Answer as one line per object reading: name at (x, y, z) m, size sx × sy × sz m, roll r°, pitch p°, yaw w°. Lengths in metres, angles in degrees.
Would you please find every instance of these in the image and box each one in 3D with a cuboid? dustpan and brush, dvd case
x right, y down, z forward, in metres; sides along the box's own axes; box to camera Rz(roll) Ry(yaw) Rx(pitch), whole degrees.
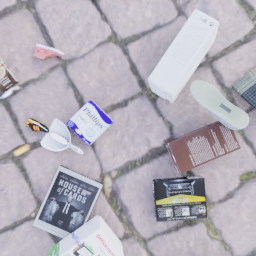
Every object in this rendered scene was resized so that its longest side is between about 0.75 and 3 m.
dustpan and brush at (-2.363, 0.510, 10.460) m, size 1.683 × 0.482 × 1.174 m, roll 30°, pitch 89°, yaw 1°
dvd case at (-2.227, 2.862, 10.511) m, size 1.833 × 0.302 × 2.439 m, roll 24°, pitch 90°, yaw 0°

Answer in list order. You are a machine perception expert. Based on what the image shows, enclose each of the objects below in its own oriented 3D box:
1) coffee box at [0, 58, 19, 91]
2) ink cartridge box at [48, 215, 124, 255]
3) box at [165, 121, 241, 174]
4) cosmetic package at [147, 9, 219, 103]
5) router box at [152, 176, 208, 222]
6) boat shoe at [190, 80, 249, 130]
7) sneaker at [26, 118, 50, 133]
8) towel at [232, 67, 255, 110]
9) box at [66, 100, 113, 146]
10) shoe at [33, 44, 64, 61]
coffee box at (-4.733, -2.010, 10.528) m, size 0.627 × 0.437 × 1.096 m, roll -37°, pitch 89°, yaw -1°
ink cartridge box at (-1.471, 4.474, 9.988) m, size 2.198 × 0.923 × 1.591 m, roll -35°, pitch 106°, yaw -1°
box at (2.701, 0.649, 10.274) m, size 2.387 × 0.894 × 1.195 m, roll -22°, pitch 89°, yaw -2°
cosmetic package at (1.940, -2.446, 9.928) m, size 1.078 × 1.480 × 2.911 m, roll 35°, pitch 89°, yaw 13°
router box at (1.915, 2.616, 10.410) m, size 1.908 × 0.498 × 1.500 m, roll -4°, pitch 89°, yaw 0°
boat shoe at (3.084, -0.714, 9.820) m, size 2.337 × 0.832 × 0.815 m, roll 41°, pitch 76°, yaw 12°
sneaker at (-3.414, 0.009, 10.575) m, size 0.934 × 0.327 × 0.420 m, roll 31°, pitch 96°, yaw 4°
towel at (5.252, -1.486, 10.274) m, size 2.063 × 0.356 × 1.986 m, roll -37°, pitch 62°, yaw 0°
box at (-1.394, -0.196, 10.374) m, size 1.188 × 0.678 × 1.292 m, roll 45°, pitch 89°, yaw 0°
shoe at (-3.006, -2.767, 10.577) m, size 1.148 × 0.410 × 0.522 m, roll 18°, pitch 90°, yaw 6°
